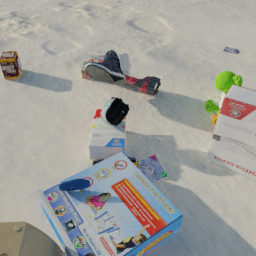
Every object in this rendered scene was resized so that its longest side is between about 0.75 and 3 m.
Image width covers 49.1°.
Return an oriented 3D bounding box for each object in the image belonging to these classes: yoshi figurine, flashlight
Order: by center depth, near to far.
[{"bbox_3d":[4.015,-1.329,11.369,1.664,1.658,2.961,7,37,18],"label":"yoshi figurine"},{"bbox_3d":[0.241,-2.240,12.902,2.490,0.846,0.843,23,71,19],"label":"flashlight"}]

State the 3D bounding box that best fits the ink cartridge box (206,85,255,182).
[{"bbox_3d":[3.735,0.185,8.782,1.872,2.550,1.057,22,42,23],"label":"ink cartridge box"}]

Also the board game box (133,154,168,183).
[{"bbox_3d":[0.722,1.347,9.085,0.873,0.113,0.873,-20,61,-20],"label":"board game box"}]

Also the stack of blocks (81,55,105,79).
[{"bbox_3d":[-1.758,-3.132,14.299,0.949,0.482,1.647,3,40,4],"label":"stack of blocks"}]

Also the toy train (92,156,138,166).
[{"bbox_3d":[-0.431,1.159,9.398,1.533,0.261,0.351,-3,37,-4],"label":"toy train"}]

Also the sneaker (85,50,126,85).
[{"bbox_3d":[-1.063,-2.778,12.105,2.069,0.787,1.495,13,56,-45],"label":"sneaker"}]

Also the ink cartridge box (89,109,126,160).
[{"bbox_3d":[-0.694,0.187,10.193,1.216,0.704,2.093,2,40,1],"label":"ink cartridge box"}]

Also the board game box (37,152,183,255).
[{"bbox_3d":[-0.545,2.285,7.631,2.821,0.805,2.882,-24,45,-26],"label":"board game box"}]

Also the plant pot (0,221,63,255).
[{"bbox_3d":[-2.720,3.138,5.702,2.270,2.009,2.267,-1,40,-2],"label":"plant pot"}]

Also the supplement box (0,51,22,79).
[{"bbox_3d":[-5.804,-3.124,13.868,0.681,1.026,1.012,-5,40,-6],"label":"supplement box"}]

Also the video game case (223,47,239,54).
[{"bbox_3d":[5.979,-4.516,16.268,0.759,0.072,0.542,21,44,21],"label":"video game case"}]

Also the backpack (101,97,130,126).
[{"bbox_3d":[-0.503,-0.541,9.796,0.701,0.826,0.931,5,61,54],"label":"backpack"}]

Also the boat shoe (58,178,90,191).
[{"bbox_3d":[-1.447,1.518,7.608,0.875,0.301,0.368,-2,79,2],"label":"boat shoe"}]

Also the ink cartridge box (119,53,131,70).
[{"bbox_3d":[-0.116,-2.882,12.217,0.387,0.674,0.928,-9,12,6],"label":"ink cartridge box"}]
